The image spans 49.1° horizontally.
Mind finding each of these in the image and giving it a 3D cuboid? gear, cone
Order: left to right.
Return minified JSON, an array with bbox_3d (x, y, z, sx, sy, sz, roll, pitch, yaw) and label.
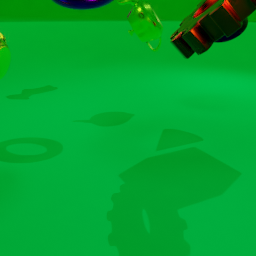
[{"bbox_3d":[2.047,-2.657,6.174,1.059,1.063,1.059,-13,56,19],"label":"cone"},{"bbox_3d":[1.374,-1.736,3.827,1.832,0.339,1.832,-43,14,13],"label":"gear"}]

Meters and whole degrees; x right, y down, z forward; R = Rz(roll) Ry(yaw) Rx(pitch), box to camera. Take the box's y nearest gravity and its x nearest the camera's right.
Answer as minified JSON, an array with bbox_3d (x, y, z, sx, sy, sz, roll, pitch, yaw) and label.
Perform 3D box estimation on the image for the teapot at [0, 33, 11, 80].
[{"bbox_3d":[-2.488,-1.269,4.916,0.657,0.834,1.342,19,68,0],"label":"teapot"}]

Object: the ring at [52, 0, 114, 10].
[{"bbox_3d":[-0.927,-2.939,5.844,1.540,0.308,1.540,1,50,-1],"label":"ring"}]

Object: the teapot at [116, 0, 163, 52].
[{"bbox_3d":[0.367,-2.866,7.603,0.872,1.781,1.107,-30,23,17],"label":"teapot"}]
